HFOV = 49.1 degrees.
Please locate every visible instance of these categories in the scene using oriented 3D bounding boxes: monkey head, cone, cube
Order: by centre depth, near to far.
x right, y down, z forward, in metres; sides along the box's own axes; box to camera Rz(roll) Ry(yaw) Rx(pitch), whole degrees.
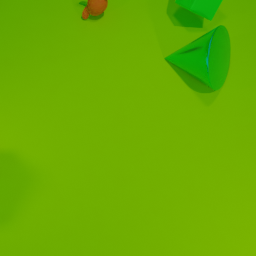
[{"bbox_3d":[1.752,-1.942,7.823,1.672,1.665,1.665,11,60,36],"label":"cone"},{"bbox_3d":[2.155,-3.897,8.312,0.916,0.916,0.916,10,29,-33],"label":"cube"},{"bbox_3d":[-1.058,-3.947,8.635,1.209,0.870,0.729,-24,45,38],"label":"monkey head"}]
